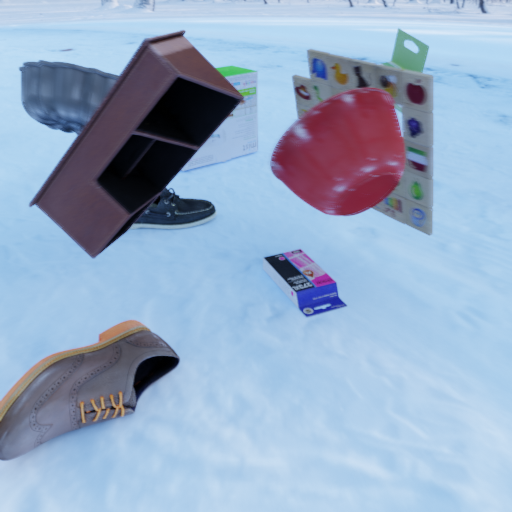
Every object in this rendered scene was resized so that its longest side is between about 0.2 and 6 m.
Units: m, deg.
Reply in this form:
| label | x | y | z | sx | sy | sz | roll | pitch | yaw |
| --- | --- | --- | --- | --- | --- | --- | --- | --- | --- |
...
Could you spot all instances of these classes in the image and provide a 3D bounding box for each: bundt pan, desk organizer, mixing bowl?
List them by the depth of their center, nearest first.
| label | x | y | z | sx | sy | sz | roll | pitch | yaw |
| --- | --- | --- | --- | --- | --- | --- | --- | --- | --- |
| desk organizer | -1.664 | -1.423 | 7.645 | 1.187 | 3.083 | 1.106 | 44 | 31 | -7 |
| mixing bowl | 1.400 | -1.336 | 8.395 | 2.098 | 2.098 | 1.136 | -16 | 66 | -25 |
| bundt pan | -3.398 | -2.953 | 11.183 | 2.622 | 0.984 | 2.622 | 9 | 1 | 0 |

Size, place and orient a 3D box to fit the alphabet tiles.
| label | x | y | z | sx | sy | sz | roll | pitch | yaw |
| --- | --- | --- | --- | --- | --- | --- | --- | --- | --- |
| alphabet tiles | 1.950 | -2.291 | 10.765 | 0.137 | 3.031 | 3.626 | -30 | 39 | -22 |

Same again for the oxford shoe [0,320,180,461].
| label | x | y | z | sx | sy | sz | roll | pitch | yaw |
| --- | --- | --- | --- | --- | --- | --- | --- | --- | --- |
| oxford shoe | -2.279 | 1.856 | 7.701 | 1.071 | 1.047 | 2.938 | 24 | 37 | 27 |

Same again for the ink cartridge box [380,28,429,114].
| label | x | y | z | sx | sy | sz | roll | pitch | yaw |
| --- | --- | --- | --- | --- | --- | --- | --- | --- | --- |
| ink cartridge box | 3.073 | -3.910 | 11.910 | 0.349 | 1.456 | 1.060 | -20 | 48 | -19 |

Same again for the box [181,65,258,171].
| label | x | y | z | sx | sy | sz | roll | pitch | yaw |
| --- | --- | --- | --- | --- | --- | --- | --- | --- | --- |
| box | -1.378 | -4.103 | 16.552 | 2.830 | 2.497 | 1.368 | -23 | 37 | -33 |

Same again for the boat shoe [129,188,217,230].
| label | x | y | z | sx | sy | sz | roll | pitch | yaw |
| --- | --- | --- | --- | --- | --- | --- | --- | --- | --- |
| boat shoe | -2.267 | -1.210 | 13.133 | 2.665 | 0.884 | 0.996 | -2 | 30 | -3 |

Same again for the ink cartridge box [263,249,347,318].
| label | x | y | z | sx | sy | sz | roll | pitch | yaw |
| --- | --- | --- | --- | --- | --- | --- | --- | --- | --- |
| ink cartridge box | 0.904 | 0.482 | 10.791 | 0.883 | 0.346 | 1.864 | -13 | 35 | -21 |
